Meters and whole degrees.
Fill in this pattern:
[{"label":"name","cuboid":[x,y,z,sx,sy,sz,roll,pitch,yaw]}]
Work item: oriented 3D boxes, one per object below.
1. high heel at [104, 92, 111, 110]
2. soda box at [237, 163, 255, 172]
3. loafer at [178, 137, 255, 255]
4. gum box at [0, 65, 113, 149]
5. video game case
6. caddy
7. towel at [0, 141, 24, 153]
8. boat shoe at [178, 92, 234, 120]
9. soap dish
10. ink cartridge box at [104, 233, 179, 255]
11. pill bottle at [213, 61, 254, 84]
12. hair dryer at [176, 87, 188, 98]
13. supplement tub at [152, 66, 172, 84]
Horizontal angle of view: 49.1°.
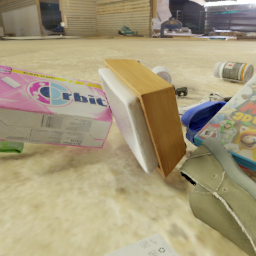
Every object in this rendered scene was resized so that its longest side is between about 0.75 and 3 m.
[{"label":"high heel","cuboid":[-1.459,-1.181,10.487,2.311,0.779,1.111,27,42,23]},{"label":"soda box","cuboid":[3.495,0.107,7.062,0.999,0.904,2.852,19,29,39]},{"label":"loafer","cuboid":[1.586,1.268,4.272,1.041,1.124,2.989,-35,23,9]},{"label":"gum box","cuboid":[-1.896,-0.500,7.007,2.997,0.991,1.701,7,38,-23]},{"label":"video game case","cuboid":[3.055,-0.249,5.872,2.831,0.252,2.026,-41,43,-23]},{"label":"caddy","cuboid":[1.964,-0.105,6.768,1.373,0.971,0.721,-23,17,-11]},{"label":"towel","cuboid":[-3.594,-0.497,7.307,1.878,0.386,2.518,0,55,-14]},{"label":"boat shoe","cuboid":[2.805,-0.690,9.036,2.846,0.935,1.024,-2,22,-5]},{"label":"soap dish","cuboid":[0.284,-0.388,6.167,1.015,1.965,2.498,-24,32,-8]},{"label":"ink cartridge box","cuboid":[-0.235,1.951,3.072,2.104,0.412,1.046,-10,24,-27]},{"label":"pill bottle","cuboid":[5.468,-2.917,14.565,1.796,1.045,1.045,21,29,40]},{"label":"hair dryer","cuboid":[0.891,-1.619,11.640,2.870,0.780,2.186,13,26,31]},{"label":"supplement tub","cuboid":[1.573,-2.415,13.434,0.939,0.939,1.424,1,22,1]}]
